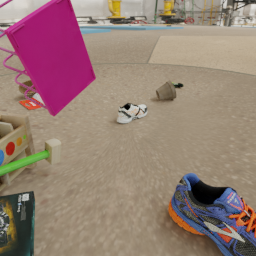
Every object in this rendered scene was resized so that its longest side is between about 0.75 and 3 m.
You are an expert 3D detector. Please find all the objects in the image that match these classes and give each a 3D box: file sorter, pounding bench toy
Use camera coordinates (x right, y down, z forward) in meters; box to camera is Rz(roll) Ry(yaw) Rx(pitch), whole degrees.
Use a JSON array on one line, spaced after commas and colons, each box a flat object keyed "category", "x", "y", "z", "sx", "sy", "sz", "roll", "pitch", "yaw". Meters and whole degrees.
[{"category": "file sorter", "x": -2.091, "y": -1.809, "z": 6.724, "sx": 1.457, "sy": 2.324, "sz": 1.615, "roll": 25, "pitch": 59, "yaw": 30}, {"category": "pounding bench toy", "x": -3.251, "y": 0.770, "z": 7.047, "sx": 2.619, "sy": 1.627, "sz": 2.043, "roll": 7, "pitch": 27, "yaw": 14}]

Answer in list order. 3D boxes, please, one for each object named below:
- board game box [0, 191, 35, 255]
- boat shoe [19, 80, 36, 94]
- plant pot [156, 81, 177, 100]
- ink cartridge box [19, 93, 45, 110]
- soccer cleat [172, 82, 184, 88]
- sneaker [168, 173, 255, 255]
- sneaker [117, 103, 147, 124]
[{"category": "board game box", "x": -2.741, "y": 2.286, "z": 5.343, "sx": 1.804, "sy": 0.375, "sz": 2.667, "roll": -7, "pitch": 27, "yaw": -14}, {"category": "boat shoe", "x": -4.513, "y": -1.954, "z": 13.918, "sx": 1.983, "sy": 0.714, "sz": 0.715, "roll": -27, "pitch": 74, "yaw": -46}, {"category": "plant pot", "x": 1.758, "y": -1.692, "z": 13.207, "sx": 0.764, "sy": 0.881, "sz": 0.881, "roll": -20, "pitch": 29, "yaw": -6}, {"category": "ink cartridge box", "x": -4.013, "y": -1.372, "z": 12.925, "sx": 1.679, "sy": 0.397, "sz": 1.344, "roll": -18, "pitch": 31, "yaw": -35}, {"category": "soccer cleat", "x": 2.568, "y": -2.261, "z": 14.980, "sx": 0.817, "sy": 0.276, "sz": 0.331, "roll": 13, "pitch": 45, "yaw": 29}, {"category": "sneaker", "x": 2.033, "y": 1.803, "z": 5.483, "sx": 2.858, "sy": 1.121, "sz": 1.077, "roll": 19, "pitch": 33, "yaw": 35}, {"category": "sneaker", "x": 0.230, "y": -0.720, "z": 11.272, "sx": 0.623, "sy": 0.676, "sz": 1.689, "roll": 17, "pitch": 29, "yaw": 35}]
